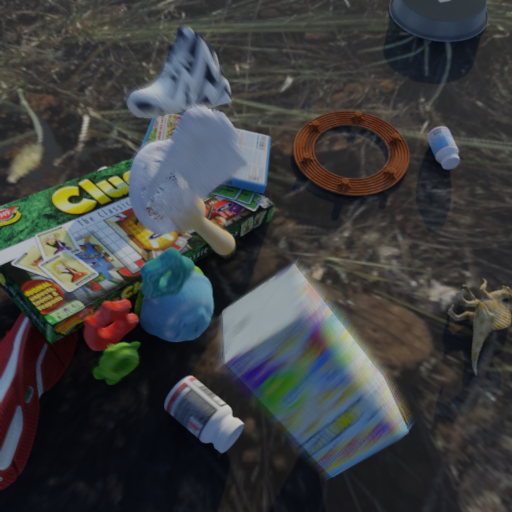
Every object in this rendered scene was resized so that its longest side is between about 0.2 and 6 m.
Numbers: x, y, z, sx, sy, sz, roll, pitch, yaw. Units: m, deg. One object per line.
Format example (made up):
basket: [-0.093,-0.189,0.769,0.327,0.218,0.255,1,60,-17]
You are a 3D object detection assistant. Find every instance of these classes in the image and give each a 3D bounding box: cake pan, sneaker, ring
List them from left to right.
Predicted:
sneaker: [-3.621,1.537,7.449,1.722,1.168,2.981,-3,41,11]
sneaker: [-1.313,-3.003,9.021,2.037,1.325,0.813,-22,15,-38]
ring: [1.761,-1.985,10.374,2.148,0.206,2.148,0,56,-1]
cake pan: [4.203,-5.730,12.771,2.249,0.412,2.249,0,56,0]

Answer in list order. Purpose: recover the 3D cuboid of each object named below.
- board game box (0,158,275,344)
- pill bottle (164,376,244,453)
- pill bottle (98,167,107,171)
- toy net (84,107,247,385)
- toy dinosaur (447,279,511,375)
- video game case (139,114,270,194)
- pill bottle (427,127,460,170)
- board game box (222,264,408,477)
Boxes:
board game box: [-1.870,-0.526,8.514,2.202,0.493,4.204,38,47,23]
pill bottle: [-0.682,2.095,7.390,0.984,0.570,0.570,35,63,21]
pill bottle: [-2.377,-1.173,9.668,0.817,0.459,0.459,28,60,18]
toy net: [-1.210,-0.089,6.727,2.058,3.923,0.758,-20,51,-30]
toy dinosaur: [3.324,0.866,8.289,0.834,0.480,1.649,30,61,17]
video game case: [-0.839,-1.831,9.694,2.136,0.190,1.529,12,45,-6]
pill bottle: [3.434,-1.960,10.227,0.413,0.413,0.759,-6,57,-4]
board game box: [0.679,1.359,6.615,1.096,2.128,1.116,-34,24,11]
